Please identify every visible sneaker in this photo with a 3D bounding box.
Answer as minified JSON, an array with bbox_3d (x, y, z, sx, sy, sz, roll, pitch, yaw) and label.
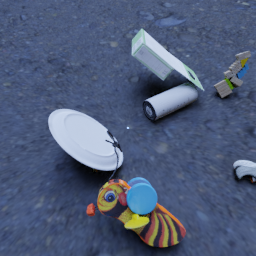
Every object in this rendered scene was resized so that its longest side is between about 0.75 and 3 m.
[{"bbox_3d":[3.239,1.104,6.807,1.297,0.479,0.514,1,56,8],"label":"sneaker"}]

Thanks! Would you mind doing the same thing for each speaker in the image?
[{"bbox_3d":[1.308,-0.820,8.507,1.668,0.677,0.677,-26,51,-23],"label":"speaker"}]

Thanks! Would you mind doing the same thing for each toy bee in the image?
[{"bbox_3d":[-0.081,1.513,5.694,1.349,1.624,2.482,-38,71,-2],"label":"toy bee"}]

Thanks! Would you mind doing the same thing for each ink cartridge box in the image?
[{"bbox_3d":[1.213,-2.013,8.885,2.422,0.581,1.762,36,25,-19],"label":"ink cartridge box"}]

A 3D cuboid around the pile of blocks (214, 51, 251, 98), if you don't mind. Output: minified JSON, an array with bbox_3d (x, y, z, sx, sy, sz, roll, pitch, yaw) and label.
[{"bbox_3d":[3.426,-1.723,9.049,0.665,1.620,0.504,34,16,-1],"label":"pile of blocks"}]

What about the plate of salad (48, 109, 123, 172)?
[{"bbox_3d":[-1.050,0.315,7.008,2.130,0.512,2.130,31,24,-16],"label":"plate of salad"}]
